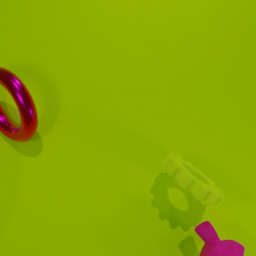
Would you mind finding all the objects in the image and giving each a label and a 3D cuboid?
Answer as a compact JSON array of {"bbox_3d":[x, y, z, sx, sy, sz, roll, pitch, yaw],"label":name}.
[{"bbox_3d":[1.374,1.079,5.979,1.413,1.413,0.261,37,101,7],"label":"gear"},{"bbox_3d":[1.745,2.556,5.724,1.566,0.944,1.127,-21,55,-23],"label":"monkey head"},{"bbox_3d":[-2.776,-0.510,6.501,1.847,1.847,0.369,46,45,8],"label":"ring"}]
